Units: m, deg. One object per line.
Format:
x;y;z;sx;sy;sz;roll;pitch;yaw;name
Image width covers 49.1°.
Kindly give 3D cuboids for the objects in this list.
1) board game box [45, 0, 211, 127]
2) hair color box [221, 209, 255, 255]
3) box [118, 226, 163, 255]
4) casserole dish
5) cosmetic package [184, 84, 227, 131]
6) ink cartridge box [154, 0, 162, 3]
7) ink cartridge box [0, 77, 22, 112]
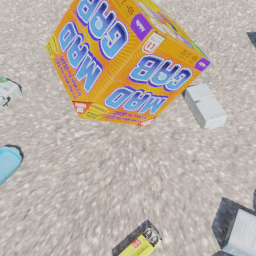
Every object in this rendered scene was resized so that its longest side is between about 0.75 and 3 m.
-0.059;-1.781;6.788;2.415;2.416;2.417;7;45;-49;board game box
3.358;2.842;6.544;1.989;0.603;0.984;23;56;18;hair color box
0.249;2.921;6.670;1.212;0.304;0.456;-34;60;-23;box
-3.710;1.199;7.982;0.926;0.297;1.528;28;58;19;casserole dish
2.533;-0.709;9.259;0.775;0.564;1.524;-15;53;-11;cosmetic package
-0.285;-3.764;8.411;2.292;2.297;0.466;17;34;-38;ink cartridge box
-4.414;-1.123;9.612;0.844;0.478;1.151;28;58;20;ink cartridge box
